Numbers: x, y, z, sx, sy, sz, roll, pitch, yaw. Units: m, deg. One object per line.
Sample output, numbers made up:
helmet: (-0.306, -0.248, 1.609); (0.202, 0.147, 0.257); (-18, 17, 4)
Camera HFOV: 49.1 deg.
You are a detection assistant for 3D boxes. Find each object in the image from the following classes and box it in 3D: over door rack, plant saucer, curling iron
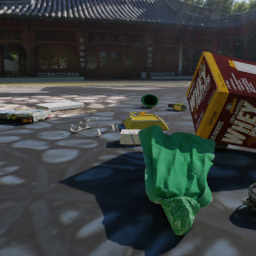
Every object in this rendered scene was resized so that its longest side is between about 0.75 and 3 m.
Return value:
over door rack: (-1.210, -0.073, 9.600); (1.247, 0.415, 0.921); (7, 15, 30)
plant saucer: (0.637, -0.225, 10.435); (1.489, 0.361, 1.488); (-1, 13, -7)
curling iron: (3.062, 1.162, 3.936); (2.707, 0.346, 0.671); (5, 13, 23)

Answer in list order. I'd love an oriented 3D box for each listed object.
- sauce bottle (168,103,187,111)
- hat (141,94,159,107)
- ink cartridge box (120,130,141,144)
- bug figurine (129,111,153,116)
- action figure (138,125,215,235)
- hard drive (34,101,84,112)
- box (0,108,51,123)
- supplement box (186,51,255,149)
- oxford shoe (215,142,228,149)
sauce bottle: (2.556, -1.121, 14.673); (0.356, 0.356, 1.099); (-10, 15, -38)
hat: (1.195, -1.263, 15.834); (0.965, 1.026, 1.166); (35, 55, 19)
ink cartridge box: (0.168, 0.258, 8.225); (0.772, 0.324, 0.559); (0, 12, 2)
bug figurine: (0.562, -0.520, 12.046); (0.802, 0.266, 1.035); (18, 17, 40)
action figure: (0.841, 0.768, 4.820); (1.656, 0.767, 2.803); (3, 19, 7)
hard drive: (-3.664, -1.169, 15.020); (1.423, 0.288, 2.157); (12, 16, 43)
box: (-4.451, -0.530, 11.756); (1.952, 0.389, 1.336); (3, 12, 15)
supplement box: (2.881, -0.717, 7.303); (2.147, 1.426, 2.118); (10, 39, -5)
oxford shoe: (2.527, 0.127, 7.956); (0.591, 0.687, 1.627); (6, 18, 10)
